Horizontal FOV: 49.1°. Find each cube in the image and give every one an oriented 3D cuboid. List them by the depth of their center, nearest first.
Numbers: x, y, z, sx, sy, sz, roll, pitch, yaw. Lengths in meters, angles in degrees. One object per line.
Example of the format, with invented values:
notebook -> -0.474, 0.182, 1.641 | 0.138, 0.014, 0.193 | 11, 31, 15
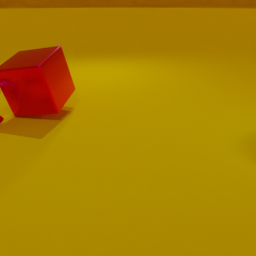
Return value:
cube -> -2.468, -1.275, 7.654 | 1.380, 1.380, 1.380 | -2, 36, 16

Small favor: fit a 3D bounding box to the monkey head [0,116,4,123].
monkey head -> -3.552, -0.476, 7.055 | 1.131, 0.813, 0.681 | -42, 55, -11
